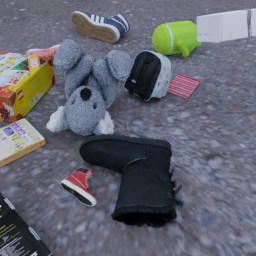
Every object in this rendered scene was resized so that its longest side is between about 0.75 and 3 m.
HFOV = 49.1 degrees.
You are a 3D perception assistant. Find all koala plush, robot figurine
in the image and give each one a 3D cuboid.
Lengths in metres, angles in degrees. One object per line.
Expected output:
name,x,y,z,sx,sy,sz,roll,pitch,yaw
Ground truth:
koala plush,-1.125,-0.791,7.969,2.122,2.199,2.393,8,60,-8
robot figurine,1.999,-3.760,11.733,2.179,1.261,1.912,-12,41,-14

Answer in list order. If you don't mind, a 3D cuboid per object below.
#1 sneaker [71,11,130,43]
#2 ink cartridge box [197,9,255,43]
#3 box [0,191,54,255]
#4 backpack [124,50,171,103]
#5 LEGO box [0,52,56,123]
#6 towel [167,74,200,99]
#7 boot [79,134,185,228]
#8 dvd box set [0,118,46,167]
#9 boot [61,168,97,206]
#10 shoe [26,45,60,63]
sneaker,-1.257,-5.013,13.403,2.850,0.999,1.546,29,52,21
ink cartridge box,2.900,-2.802,7.620,1.668,0.716,1.222,-12,21,-15
box,-2.830,2.457,4.746,2.021,0.625,2.532,30,48,33
backpack,0.735,-1.722,9.086,1.141,1.488,1.308,-11,36,-43
LEGO box,-3.838,-1.402,9.076,1.921,0.995,2.579,9,41,11
towel,1.928,-1.480,9.859,0.887,0.138,1.227,23,47,22
boot,-0.034,1.129,6.207,2.419,0.895,1.982,2,45,3
dvd box set,-3.237,0.425,7.474,1.667,0.245,1.219,-30,48,-32
boot,-0.926,1.285,6.362,1.025,0.371,0.740,26,45,33
shoe,-3.146,-2.733,10.990,1.910,0.682,0.869,-4,41,4
